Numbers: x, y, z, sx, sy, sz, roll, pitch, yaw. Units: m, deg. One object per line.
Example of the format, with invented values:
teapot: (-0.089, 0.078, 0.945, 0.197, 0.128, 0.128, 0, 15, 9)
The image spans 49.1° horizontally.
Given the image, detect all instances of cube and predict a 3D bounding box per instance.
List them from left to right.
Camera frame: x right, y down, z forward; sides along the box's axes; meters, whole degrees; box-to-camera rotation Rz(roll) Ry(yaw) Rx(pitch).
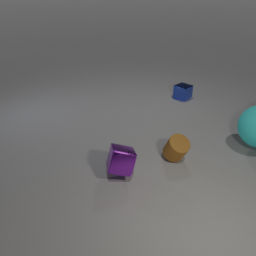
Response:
cube: (-0.205, 0.928, 8.170, 0.700, 0.700, 0.700, 12, 14, -13)
cube: (2.694, -1.763, 13.755, 0.700, 0.700, 0.700, 25, 37, 38)

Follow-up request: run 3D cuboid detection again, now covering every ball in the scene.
ball: (4.343, -0.052, 9.195, 1.400, 1.400, 1.400, 0, 28, 0)

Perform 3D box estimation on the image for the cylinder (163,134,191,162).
cylinder: (1.549, 0.645, 8.991, 0.700, 0.700, 0.700, 7, 56, -11)

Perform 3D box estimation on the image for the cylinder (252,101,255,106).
cylinder: (5.095, -0.639, 10.546, 0.700, 0.700, 0.700, -22, 41, -34)
